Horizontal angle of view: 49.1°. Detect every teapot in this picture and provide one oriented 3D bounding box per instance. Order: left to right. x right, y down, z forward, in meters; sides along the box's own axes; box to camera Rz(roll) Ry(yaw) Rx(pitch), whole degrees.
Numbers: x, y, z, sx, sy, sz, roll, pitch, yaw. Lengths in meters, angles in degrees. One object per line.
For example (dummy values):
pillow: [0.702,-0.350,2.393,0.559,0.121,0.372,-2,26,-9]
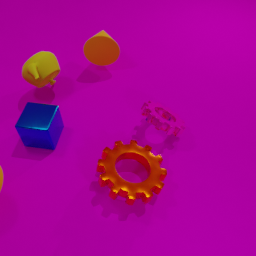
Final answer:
teapot: [-2.368,-1.555,7.777,1.076,1.731,0.848,-40,95,10]

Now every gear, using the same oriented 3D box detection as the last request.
gear: [0.084,0.951,6.297,1.548,0.286,1.548,8,47,-8]
gear: [0.913,-0.264,7.246,1.225,0.227,1.225,24,26,-13]

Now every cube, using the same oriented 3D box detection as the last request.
cube: [-2.205,-0.048,7.107,0.836,0.836,0.836,7,52,5]

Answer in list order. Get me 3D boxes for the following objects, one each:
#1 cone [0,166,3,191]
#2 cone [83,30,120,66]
cone: [-3.208,0.982,5.354,1.076,1.080,1.076,-8,66,18]
cone: [-0.801,-2.738,8.772,1.099,1.099,1.103,-1,53,-1]
